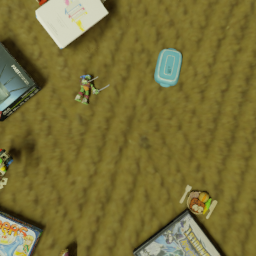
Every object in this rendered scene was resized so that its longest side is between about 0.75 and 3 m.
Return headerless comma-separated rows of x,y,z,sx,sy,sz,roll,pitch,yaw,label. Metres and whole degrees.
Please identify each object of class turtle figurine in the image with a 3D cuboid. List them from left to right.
-1.323,-1.313,9.597,1.039,0.748,1.008,21,87,6,turtle figurine

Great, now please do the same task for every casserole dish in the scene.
1.453,-2.184,9.934,0.886,0.284,1.463,12,84,2,casserole dish

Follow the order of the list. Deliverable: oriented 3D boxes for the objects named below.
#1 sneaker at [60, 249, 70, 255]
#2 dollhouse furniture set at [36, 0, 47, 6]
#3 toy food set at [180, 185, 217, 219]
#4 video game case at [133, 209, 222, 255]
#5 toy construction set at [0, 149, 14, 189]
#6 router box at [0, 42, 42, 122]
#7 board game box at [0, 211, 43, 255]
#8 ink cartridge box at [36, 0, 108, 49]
-1.995,4.740,8.974,0.758,0.630,1.681,16,89,-7,sneaker
-2.683,-4.973,10.022,1.458,0.759,1.474,-36,84,-4,dollhouse furniture set
2.370,2.492,9.385,1.151,0.231,0.795,29,84,3,toy food set
1.809,4.384,9.110,2.278,0.321,2.521,-37,84,-4,video game case
-4.238,1.323,8.845,1.241,1.893,0.872,-47,114,-28,toy construction set
-4.500,-1.697,9.628,1.818,0.754,2.426,-42,85,-5,router box
-4.140,3.631,9.166,2.228,0.384,1.508,22,84,3,board game box
-1.784,-3.853,9.369,2.149,1.382,1.346,-40,111,-5,ink cartridge box
